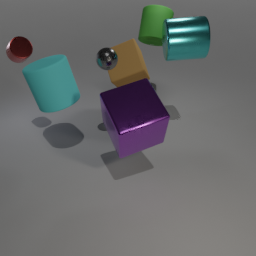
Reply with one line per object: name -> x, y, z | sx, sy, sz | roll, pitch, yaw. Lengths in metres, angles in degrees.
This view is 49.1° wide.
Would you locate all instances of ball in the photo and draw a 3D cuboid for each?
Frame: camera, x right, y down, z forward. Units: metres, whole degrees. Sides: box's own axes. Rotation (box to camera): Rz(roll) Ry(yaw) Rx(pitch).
ball -> -0.662, -2.172, 8.818 | 0.700, 0.700, 0.700 | 0, 29, 0

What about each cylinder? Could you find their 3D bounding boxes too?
cylinder -> -3.498, -2.507, 9.010 | 0.700, 0.700, 0.700 | -19, 10, -31
cylinder -> -2.394, -1.416, 8.877 | 1.400, 1.400, 1.400 | -13, 30, 7
cylinder -> 1.249, -4.553, 12.558 | 1.400, 1.400, 1.400 | 9, 3, -1
cylinder -> 1.963, -3.072, 9.674 | 1.400, 1.400, 1.400 | -4, 29, 1

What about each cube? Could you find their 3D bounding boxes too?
cube -> -0.048, -2.572, 11.582 | 1.400, 1.400, 1.400 | -19, -9, 11
cube -> 0.147, -0.251, 7.702 | 1.400, 1.400, 1.400 | -20, 61, -12
